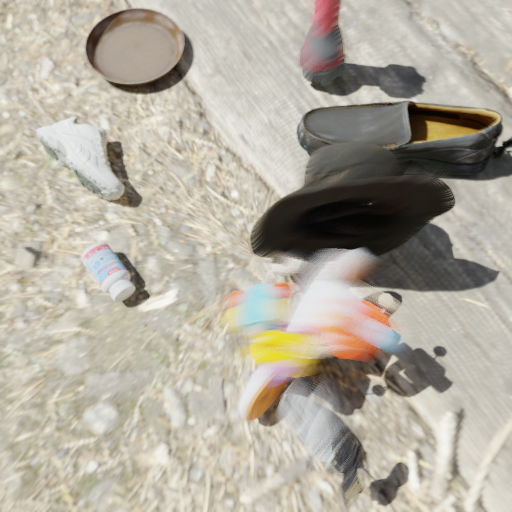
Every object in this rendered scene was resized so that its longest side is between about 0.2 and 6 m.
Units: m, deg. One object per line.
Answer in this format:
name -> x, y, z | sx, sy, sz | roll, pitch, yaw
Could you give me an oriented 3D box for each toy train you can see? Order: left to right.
toy train -> 0.707, 0.957, 7.912 | 1.900, 0.703, 2.529 | -36, 36, -12

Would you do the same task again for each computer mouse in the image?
computer mouse -> 0.914, 2.470, 7.786 | 0.397, 0.993, 1.811 | -26, 33, -16

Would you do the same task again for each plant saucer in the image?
plant saucer -> -2.414, -4.130, 11.198 | 1.964, 0.315, 1.964 | 0, 67, 0

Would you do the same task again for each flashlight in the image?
flashlight -> 1.203, -4.190, 9.740 | 0.901, 2.651, 0.897 | -35, 69, -11

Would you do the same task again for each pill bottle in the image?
pill bottle -> -2.409, 0.276, 9.186 | 0.518, 0.518, 0.952 | -36, 72, -14

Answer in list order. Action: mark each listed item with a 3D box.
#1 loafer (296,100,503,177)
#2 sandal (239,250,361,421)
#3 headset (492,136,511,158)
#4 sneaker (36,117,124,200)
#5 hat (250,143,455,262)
loafer -> 2.488, -2.292, 9.872 | 3.533, 1.277, 1.286 | 3, 68, 2
sandal -> 0.881, 1.312, 8.147 | 0.841, 1.124, 2.934 | 33, 91, 27
headset -> 5.171, -1.328, 9.895 | 2.074, 0.975, 1.281 | 44, 69, 1
sneaker -> -2.948, -1.845, 9.977 | 2.044, 0.796, 1.016 | 42, 69, 15
hat -> 1.257, -0.907, 8.286 | 3.040, 3.040, 1.226 | -7, 71, -3
